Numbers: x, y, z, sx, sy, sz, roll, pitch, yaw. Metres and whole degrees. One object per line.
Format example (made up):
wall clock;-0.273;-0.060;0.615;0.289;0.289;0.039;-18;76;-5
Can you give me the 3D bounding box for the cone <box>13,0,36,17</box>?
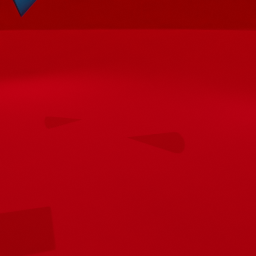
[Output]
cone;-2.825;-3.862;8.068;1.002;0.998;0.998;-25;28;-13
